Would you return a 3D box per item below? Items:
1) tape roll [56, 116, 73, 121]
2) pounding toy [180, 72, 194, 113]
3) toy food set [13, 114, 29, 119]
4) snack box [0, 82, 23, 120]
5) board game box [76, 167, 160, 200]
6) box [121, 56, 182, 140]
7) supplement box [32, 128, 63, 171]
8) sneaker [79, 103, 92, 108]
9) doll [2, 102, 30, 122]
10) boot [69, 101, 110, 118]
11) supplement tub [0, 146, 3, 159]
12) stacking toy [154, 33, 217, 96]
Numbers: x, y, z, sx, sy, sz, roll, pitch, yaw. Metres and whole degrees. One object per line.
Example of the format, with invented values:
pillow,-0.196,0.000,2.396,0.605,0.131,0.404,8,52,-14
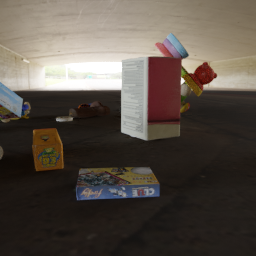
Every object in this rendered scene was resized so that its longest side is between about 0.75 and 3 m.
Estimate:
tape roll,-3.063,-0.442,13.509,0.786,0.144,0.786,0,11,0
pounding toy,3.193,-1.646,16.275,2.240,1.347,2.903,-48,0,-40
toy food set,-5.720,-0.715,14.136,1.401,0.458,0.824,2,10,11
snack box,-6.212,-1.111,11.124,2.974,1.006,2.508,-4,-20,12
board game box,-0.208,0.986,5.129,1.405,0.243,0.952,-1,10,-6
box,0.770,-1.058,9.696,1.452,2.665,1.704,-6,12,-30
supplement box,-2.010,0.474,6.944,0.640,0.662,1.923,-4,9,-17
sneaker,-2.258,-1.210,16.716,1.594,0.601,0.625,-1,-2,-31
doll,-5.484,-0.805,13.582,1.454,0.517,2.132,6,21,4
boot,-2.348,-0.968,15.120,2.165,0.695,2.018,-11,16,-32
supplement tub,-3.450,0.562,6.838,0.789,0.484,0.484,8,13,39
stacking toy,2.288,-2.742,11.260,1.103,2.611,2.363,-40,16,15
